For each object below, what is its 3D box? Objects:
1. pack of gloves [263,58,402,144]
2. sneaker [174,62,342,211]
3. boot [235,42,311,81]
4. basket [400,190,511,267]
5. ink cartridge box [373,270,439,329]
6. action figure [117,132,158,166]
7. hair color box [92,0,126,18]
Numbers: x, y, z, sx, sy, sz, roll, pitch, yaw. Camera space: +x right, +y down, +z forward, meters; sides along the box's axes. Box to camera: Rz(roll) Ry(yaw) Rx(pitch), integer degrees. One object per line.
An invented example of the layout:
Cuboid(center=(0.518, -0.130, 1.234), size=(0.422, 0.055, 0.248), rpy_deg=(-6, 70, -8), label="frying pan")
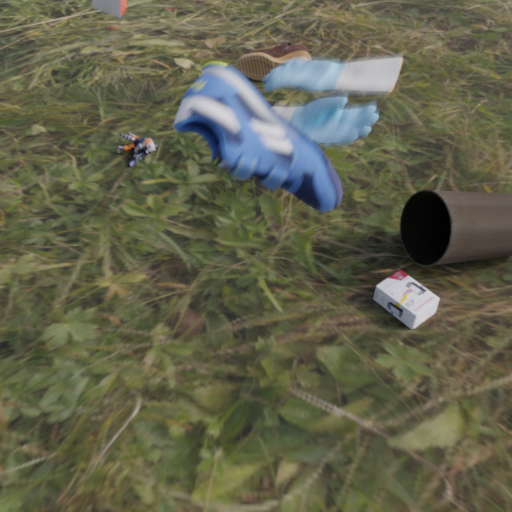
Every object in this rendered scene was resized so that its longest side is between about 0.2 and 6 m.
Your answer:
Cuboid(center=(1.184, -3.387, 11.462), size=(3.045, 0.601, 2.558), rpy_deg=(8, 58, 26), label="pack of gloves")
Cuboid(center=(0.019, -1.223, 6.720), size=(2.291, 0.847, 0.942), rpy_deg=(40, 72, -6), label="sneaker")
Cuboid(center=(0.506, -5.738, 16.381), size=(2.159, 0.781, 1.796), rpy_deg=(0, 33, 1), label="boot")
Cuboid(center=(4.051, -0.553, 10.438), size=(2.064, 1.404, 1.861), rpy_deg=(-3, 2, -12), label="basket")
Cuboid(center=(2.632, 0.753, 9.848), size=(0.676, 0.392, 0.915), rpy_deg=(-30, 50, -27), label="ink cartridge box")
Cuboid(center=(-2.823, -2.561, 13.155), size=(0.968, 0.523, 1.001), rpy_deg=(12, 46, 24), label="action figure")
Cuboid(center=(-2.621, -4.829, 10.019), size=(0.560, 1.009, 0.323), rpy_deg=(19, 66, -9), label="hair color box")
